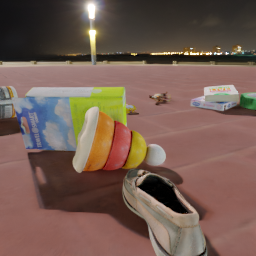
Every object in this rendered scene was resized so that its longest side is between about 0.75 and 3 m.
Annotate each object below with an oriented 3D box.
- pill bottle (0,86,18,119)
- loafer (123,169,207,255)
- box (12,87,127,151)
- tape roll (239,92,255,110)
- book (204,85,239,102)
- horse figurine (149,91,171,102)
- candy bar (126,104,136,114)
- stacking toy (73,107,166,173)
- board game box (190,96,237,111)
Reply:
[{"bbox_3d":[-5.655,-0.938,11.142,2.283,1.329,1.329,-11,19,-34],"label":"pill bottle"},{"bbox_3d":[0.538,1.159,4.717,0.945,0.826,2.628,-4,17,-15],"label":"loafer"},{"bbox_3d":[-1.485,-0.209,7.654,2.865,1.747,0.683,1,32,5],"label":"box"},{"bbox_3d":[6.824,-1.335,13.950,2.349,0.565,2.349,0,17,0],"label":"tape roll"},{"bbox_3d":[4.650,-1.712,14.195,1.536,0.552,2.299,1,18,13],"label":"book"},{"bbox_3d":[1.812,-1.702,15.469,1.131,0.426,1.707,3,16,11],"label":"horse figurine"},{"bbox_3d":[-0.695,-1.107,13.596,0.704,0.313,2.824,-18,24,-38],"label":"candy bar"},{"bbox_3d":[-0.125,0.501,6.756,2.165,1.582,1.582,16,13,-13],"label":"stacking toy"},{"bbox_3d":[4.333,-1.285,14.135,1.716,0.354,1.720,13,21,38],"label":"board game box"}]
